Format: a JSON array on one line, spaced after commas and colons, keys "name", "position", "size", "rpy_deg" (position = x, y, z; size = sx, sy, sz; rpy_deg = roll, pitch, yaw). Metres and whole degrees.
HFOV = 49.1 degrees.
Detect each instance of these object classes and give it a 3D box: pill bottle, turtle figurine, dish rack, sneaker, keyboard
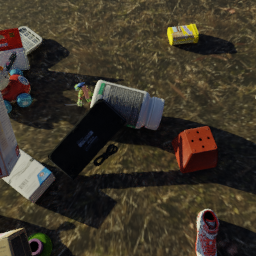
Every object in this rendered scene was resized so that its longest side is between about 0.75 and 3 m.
[{"name": "pill bottle", "position": [-0.029, -0.810, 10.625], "size": [2.585, 1.462, 1.462], "rpy_deg": [14, 61, -2]}, {"name": "turtle figurine", "position": [-1.724, -1.257, 11.544], "size": [1.196, 1.234, 0.888], "rpy_deg": [34, 33, -9]}, {"name": "dish rack", "position": [-5.046, -3.880, 13.096], "size": [1.543, 0.391, 1.797], "rpy_deg": [38, 67, 18]}, {"name": "sneaker", "position": [2.459, 3.412, 8.611], "size": [0.595, 0.955, 1.782], "rpy_deg": [2, 60, 1]}, {"name": "keyboard", "position": [-1.275, 0.543, 9.896], "size": [1.725, 0.369, 2.873], "rpy_deg": [42, 93, -5]}]

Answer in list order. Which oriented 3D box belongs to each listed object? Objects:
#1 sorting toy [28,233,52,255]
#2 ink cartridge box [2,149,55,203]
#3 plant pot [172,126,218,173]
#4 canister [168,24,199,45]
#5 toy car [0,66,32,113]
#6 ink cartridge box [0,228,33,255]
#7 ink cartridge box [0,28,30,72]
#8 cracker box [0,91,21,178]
[{"name": "sorting toy", "position": [-3.264, 3.870, 8.465], "size": [1.848, 0.759, 1.110], "rpy_deg": [-19, 62, -11]}, {"name": "ink cartridge box", "position": [-3.540, 1.662, 9.774], "size": [1.576, 0.664, 1.139], "rpy_deg": [32, 65, 17]}, {"name": "plant pot", "position": [2.470, 0.669, 10.040], "size": [1.359, 1.199, 1.361], "rpy_deg": [-10, 60, -6]}, {"name": "canister", "position": [2.606, -4.435, 13.328], "size": [1.274, 0.551, 0.946], "rpy_deg": [-8, 61, -3]}, {"name": "toy car", "position": [-4.906, -1.857, 11.071], "size": [1.681, 1.900, 1.752], "rpy_deg": [-22, 63, -12]}, {"name": "ink cartridge box", "position": [-3.720, 3.961, 7.612], "size": [2.284, 0.858, 1.882], "rpy_deg": [-17, 85, 13]}, {"name": "ink cartridge box", "position": [-5.475, -3.240, 12.042], "size": [2.015, 1.749, 0.439], "rpy_deg": [-12, 23, -7]}, {"name": "cracker box", "position": [-3.692, -0.160, 7.322], "size": [0.783, 1.818, 2.714], "rpy_deg": [-15, 103, -9]}]
